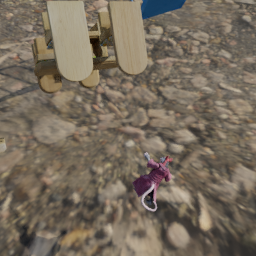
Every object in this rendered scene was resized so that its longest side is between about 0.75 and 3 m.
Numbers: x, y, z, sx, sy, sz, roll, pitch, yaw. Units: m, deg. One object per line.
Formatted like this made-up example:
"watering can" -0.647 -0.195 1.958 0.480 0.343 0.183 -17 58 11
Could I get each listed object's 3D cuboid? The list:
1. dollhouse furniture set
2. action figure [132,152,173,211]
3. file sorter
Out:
"dollhouse furniture set" -1.269 -0.742 4.653 2.715 1.804 2.380 -11 7 -23
"action figure" 0.453 0.854 4.915 0.618 0.923 0.687 33 14 -8
"file sorter" 1.050 -4.752 8.254 1.757 2.532 1.553 -25 84 -19
